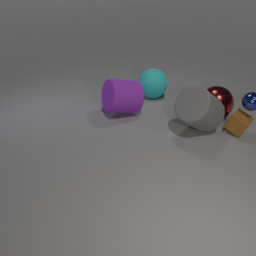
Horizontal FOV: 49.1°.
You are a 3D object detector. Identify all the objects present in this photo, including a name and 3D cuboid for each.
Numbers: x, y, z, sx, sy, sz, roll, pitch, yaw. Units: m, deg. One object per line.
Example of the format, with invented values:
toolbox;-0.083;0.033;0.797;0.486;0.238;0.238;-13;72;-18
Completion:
ball;1.206;-2.156;13.551;1.400;1.400;1.400;0;30;0
cube;4.239;-0.201;10.730;0.700;0.700;0.700;38;43;14
ball;4.572;-0.975;10.336;0.700;0.700;0.700;0;30;0
cylinder;2.673;-0.692;10.438;1.400;1.400;1.400;23;7;-47
cylinder;-0.237;-1.348;11.918;1.400;1.400;1.400;-1;28;-28
ball;3.671;-1.044;11.651;1.400;1.400;1.400;0;30;0
